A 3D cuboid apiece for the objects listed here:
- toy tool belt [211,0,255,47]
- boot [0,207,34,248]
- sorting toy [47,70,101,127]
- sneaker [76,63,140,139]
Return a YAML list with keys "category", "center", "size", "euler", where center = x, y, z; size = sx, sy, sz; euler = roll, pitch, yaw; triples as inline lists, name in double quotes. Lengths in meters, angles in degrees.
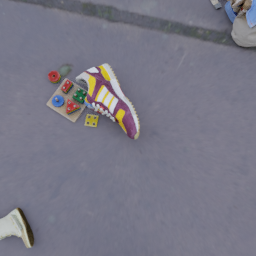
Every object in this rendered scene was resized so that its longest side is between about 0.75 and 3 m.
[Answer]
- category: "toy tool belt"
  center: [3.114, -3.281, 7.099]
  size: [1.383, 1.361, 2.215]
  euler: [-24, 78, -5]
- category: "boot"
  center: [-2.593, 2.382, 6.306]
  size: [0.727, 0.339, 0.940]
  euler: [-29, 73, -7]
- category: "sorting toy"
  center: [-1.427, -0.706, 7.045]
  size: [1.808, 0.306, 0.872]
  euler: [32, 79, 7]
- category: "sneaker"
  center: [-0.496, -0.532, 6.755]
  size: [0.951, 0.791, 2.112]
  euler: [-24, 69, -13]
